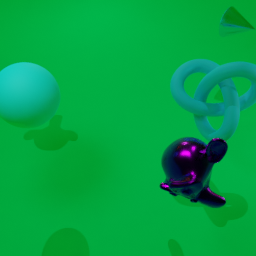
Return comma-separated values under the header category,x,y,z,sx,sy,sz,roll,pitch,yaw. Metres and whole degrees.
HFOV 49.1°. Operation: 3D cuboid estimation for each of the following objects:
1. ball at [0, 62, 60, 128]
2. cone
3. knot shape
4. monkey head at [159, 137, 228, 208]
category,x,y,z,sx,sy,sz,roll,pitch,yaw
ball,-1.699,-0.541,4.710,1.094,1.094,1.094,0,54,0
cone,3.304,-2.998,8.198,0.892,0.892,0.895,-39,51,-24
knot shape,1.983,-0.725,5.916,1.908,1.786,0.882,63,31,-2
monkey head,1.155,0.733,4.749,1.217,1.692,1.019,27,70,-10
